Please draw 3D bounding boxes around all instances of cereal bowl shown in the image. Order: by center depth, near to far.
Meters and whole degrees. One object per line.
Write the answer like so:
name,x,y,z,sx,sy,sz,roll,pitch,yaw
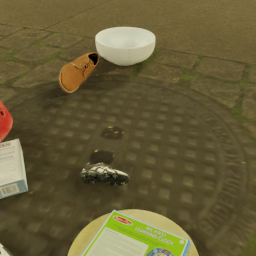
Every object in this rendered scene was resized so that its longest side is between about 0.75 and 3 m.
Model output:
cereal bowl,-0.121,-3.964,13.930,2.968,1.236,2.968,0,38,0

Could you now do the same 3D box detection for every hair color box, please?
hair color box,-3.443,1.121,8.000,0.873,0.535,1.763,-14,41,-17

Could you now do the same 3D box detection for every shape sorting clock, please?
shape sorting clock,0.109,2.790,5.848,2.761,0.542,2.761,-2,34,1

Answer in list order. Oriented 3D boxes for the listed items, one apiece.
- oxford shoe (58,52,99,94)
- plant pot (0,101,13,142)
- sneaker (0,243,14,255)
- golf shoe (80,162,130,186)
oxford shoe,-2.035,-2.510,11.919,1.019,1.020,2.860,-21,30,34
plant pot,-5.091,-0.461,8.285,2.417,2.201,2.417,-15,37,12
sneaker,-2.834,2.912,5.807,1.552,0.586,0.893,19,50,34
golf shoe,-0.615,1.227,7.868,1.403,0.546,0.663,6,38,6
